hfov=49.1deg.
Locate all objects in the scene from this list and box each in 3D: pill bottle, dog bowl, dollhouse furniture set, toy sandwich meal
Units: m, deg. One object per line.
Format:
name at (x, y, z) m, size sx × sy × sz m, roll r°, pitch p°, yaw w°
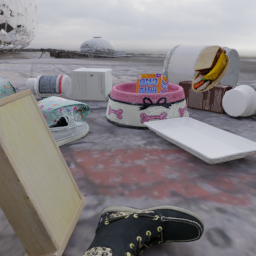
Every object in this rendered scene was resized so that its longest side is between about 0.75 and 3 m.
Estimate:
pill bottle at (-3.626, -1.868, 12.794) m, size 1.804 × 1.079 × 1.079 m, roll 1°, pitch 17°, yaw 4°
dog bowl at (0.652, -0.888, 9.525) m, size 2.864 × 1.056 × 2.864 m, roll -1°, pitch 19°, yaw 0°
dollhouse furniture set at (-2.309, 0.931, 3.710) m, size 2.812 × 1.868 × 2.465 m, roll -20°, pitch 14°, yaw 12°
toy sandwich meal at (1.860, -1.386, 6.549) m, size 0.411 × 1.200 × 1.200 m, roll 36°, pitch 5°, yaw -21°
pill bottle at (4.321, -1.013, 9.959) m, size 1.940 × 1.105 × 1.105 m, roll -12°, pitch 21°, yaw -35°

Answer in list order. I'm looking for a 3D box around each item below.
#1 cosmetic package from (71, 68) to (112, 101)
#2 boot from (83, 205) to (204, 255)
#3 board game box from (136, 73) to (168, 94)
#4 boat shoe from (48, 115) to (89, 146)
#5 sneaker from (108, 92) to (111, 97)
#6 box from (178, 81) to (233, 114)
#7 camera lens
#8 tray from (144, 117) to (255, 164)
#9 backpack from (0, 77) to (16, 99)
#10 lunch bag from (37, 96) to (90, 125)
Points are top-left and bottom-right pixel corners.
cosmetic package at (-1.638, -2.038, 12.936) m, size 1.591 × 1.331 × 1.323 m, roll 3°, pitch 17°, yaw 10°
boot at (0.168, 1.371, 3.254) m, size 1.373 × 0.496 × 1.037 m, roll -1°, pitch 18°, yaw 17°
board game box at (0.792, -1.268, 9.141) m, size 0.811 × 0.811 × 0.811 m, roll 3°, pitch -4°, yaw 25°
boat shoe at (-1.652, -0.003, 7.447) m, size 0.629 × 0.643 × 1.804 m, roll 9°, pitch 19°, yaw 26°
sneaker at (-0.337, -1.347, 12.212) m, size 0.624 × 0.571 × 1.464 m, roll -20°, pitch 16°, yaw -32°
box at (2.947, -1.240, 10.917) m, size 1.998 × 1.000 × 0.749 m, roll 16°, pitch 23°, yaw 39°
camera lens at (3.289, -2.600, 12.937) m, size 2.988 × 2.390 × 2.390 m, roll 14°, pitch 22°, yaw 38°
tray at (1.734, 0.263, 7.136) m, size 1.575 × 0.325 × 2.933 m, roll -7°, pitch 18°, yaw -24°
backpack at (-5.163, -1.459, 11.540) m, size 1.236 × 1.086 × 0.947 m, roll 16°, pitch 39°, yaw 41°
lunch bag at (-2.072, -0.463, 8.525) m, size 1.283 × 0.919 × 1.507 m, roll 11°, pitch 26°, yaw 35°
